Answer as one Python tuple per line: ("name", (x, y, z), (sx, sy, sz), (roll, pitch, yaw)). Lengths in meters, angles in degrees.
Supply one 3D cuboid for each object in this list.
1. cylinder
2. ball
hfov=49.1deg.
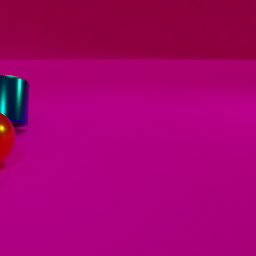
("cylinder", (-2.991, -0.616, 6.836), (1.085, 1.085, 1.085), (-1, -9, 0))
("ball", (-2.441, 0.167, 4.642), (1.067, 1.067, 1.067), (0, 15, 0))
